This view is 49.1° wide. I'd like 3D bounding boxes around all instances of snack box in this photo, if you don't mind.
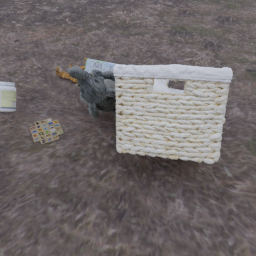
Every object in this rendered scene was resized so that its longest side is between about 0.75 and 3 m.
[{"bbox_3d":[-0.060,-1.809,9.757,2.459,0.652,1.749,14,9,11],"label":"snack box"}]

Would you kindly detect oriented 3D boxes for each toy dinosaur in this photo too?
[{"bbox_3d":[-1.716,-1.961,10.777,2.533,0.765,1.345,21,59,34],"label":"toy dinosaur"}]

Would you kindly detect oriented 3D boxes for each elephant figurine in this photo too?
[{"bbox_3d":[-0.889,-0.976,8.082,1.568,1.430,2.022,11,14,-4],"label":"elephant figurine"}]

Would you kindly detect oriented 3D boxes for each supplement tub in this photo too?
[{"bbox_3d":[-3.807,-0.964,8.655,0.650,0.897,0.650,4,6,0],"label":"supplement tub"}]

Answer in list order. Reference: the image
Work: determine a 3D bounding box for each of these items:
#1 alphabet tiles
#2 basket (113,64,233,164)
[{"bbox_3d":[-2.530,0.078,8.700,0.903,0.034,1.085,-18,45,-17],"label":"alphabet tiles"},{"bbox_3d":[1.154,-0.524,7.143,2.560,2.077,2.583,6,12,15],"label":"basket"}]
